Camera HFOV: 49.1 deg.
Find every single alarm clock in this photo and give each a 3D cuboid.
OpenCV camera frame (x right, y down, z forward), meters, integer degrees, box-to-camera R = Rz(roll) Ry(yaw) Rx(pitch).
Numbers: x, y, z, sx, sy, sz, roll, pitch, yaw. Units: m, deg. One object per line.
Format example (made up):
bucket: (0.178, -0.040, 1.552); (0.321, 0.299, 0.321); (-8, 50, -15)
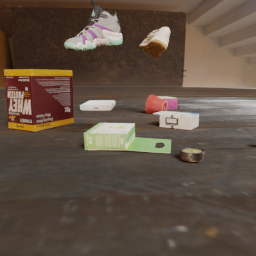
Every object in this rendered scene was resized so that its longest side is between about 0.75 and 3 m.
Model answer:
alarm clock: (1.481, 0.617, 6.667); (0.557, 0.275, 0.826); (-4, 13, -18)

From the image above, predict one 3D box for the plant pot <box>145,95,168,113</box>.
plant pot: (1.496, -1.152, 14.441); (0.890, 1.005, 1.005); (18, 18, 26)

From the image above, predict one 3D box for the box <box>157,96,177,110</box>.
box: (2.058, -1.509, 16.777); (1.232, 0.677, 1.401); (-4, 12, -21)

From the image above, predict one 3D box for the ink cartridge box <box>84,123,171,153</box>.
ink cartridge box: (0.077, 0.244, 8.035); (2.286, 0.548, 1.663); (0, 10, 10)

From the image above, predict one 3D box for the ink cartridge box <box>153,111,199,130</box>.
ink cartridge box: (1.835, -0.311, 10.838); (1.570, 0.532, 0.910); (7, 13, 33)

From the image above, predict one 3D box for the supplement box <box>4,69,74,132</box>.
supplement box: (-3.356, -1.145, 10.824); (1.438, 2.166, 2.136); (6, 12, 29)

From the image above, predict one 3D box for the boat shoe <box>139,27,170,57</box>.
boat shoe: (1.274, -3.816, 12.366); (0.981, 0.960, 2.770); (27, 2, -15)

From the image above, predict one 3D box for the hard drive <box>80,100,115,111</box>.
hard drive: (-1.756, -1.382, 16.972); (1.770, 0.358, 2.683); (0, 11, 2)

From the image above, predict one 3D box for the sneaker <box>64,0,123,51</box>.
sneaker: (-0.919, -2.586, 7.025); (1.651, 1.155, 0.642); (-22, 25, -35)
